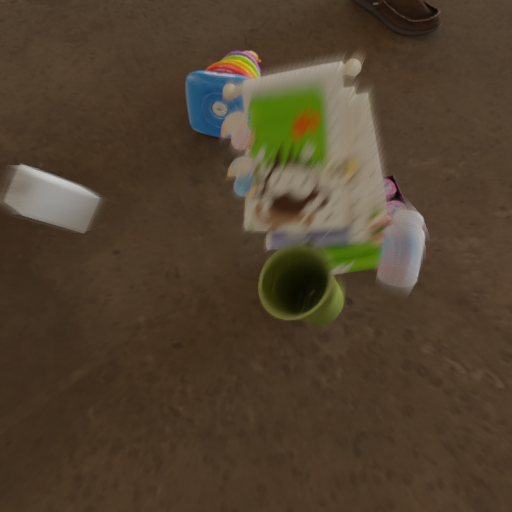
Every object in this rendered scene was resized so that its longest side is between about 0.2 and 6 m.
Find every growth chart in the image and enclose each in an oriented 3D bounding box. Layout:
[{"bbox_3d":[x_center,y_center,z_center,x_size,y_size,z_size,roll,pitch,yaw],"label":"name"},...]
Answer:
[{"bbox_3d":[0.877,-1.446,9.609,2.854,0.350,3.944,-15,81,16],"label":"growth chart"}]

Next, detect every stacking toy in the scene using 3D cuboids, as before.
[{"bbox_3d":[-0.419,-3.921,12.454,1.565,1.480,2.697,11,46,10],"label":"stacking toy"}]

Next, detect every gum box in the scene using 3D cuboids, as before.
[{"bbox_3d":[2.507,-0.677,10.470,0.481,0.826,1.456,-10,57,-6],"label":"gum box"}]

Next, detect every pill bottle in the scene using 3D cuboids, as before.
[{"bbox_3d":[1.948,-0.103,7.455,0.517,0.517,0.950,13,69,8],"label":"pill bottle"}]

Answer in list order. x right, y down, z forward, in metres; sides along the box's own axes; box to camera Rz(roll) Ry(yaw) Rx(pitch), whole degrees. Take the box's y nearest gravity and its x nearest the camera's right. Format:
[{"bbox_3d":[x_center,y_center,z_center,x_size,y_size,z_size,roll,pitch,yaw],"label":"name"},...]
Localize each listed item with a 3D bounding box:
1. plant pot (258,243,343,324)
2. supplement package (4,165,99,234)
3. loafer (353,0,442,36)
[{"bbox_3d":[0.724,0.501,7.696,1.065,1.011,1.065,-12,63,25],"label":"plant pot"},{"bbox_3d":[-3.126,-0.860,8.623,0.647,1.106,0.649,27,95,39],"label":"supplement package"},{"bbox_3d":[3.488,-6.547,14.198,1.027,0.998,2.811,-40,65,-23],"label":"loafer"}]
